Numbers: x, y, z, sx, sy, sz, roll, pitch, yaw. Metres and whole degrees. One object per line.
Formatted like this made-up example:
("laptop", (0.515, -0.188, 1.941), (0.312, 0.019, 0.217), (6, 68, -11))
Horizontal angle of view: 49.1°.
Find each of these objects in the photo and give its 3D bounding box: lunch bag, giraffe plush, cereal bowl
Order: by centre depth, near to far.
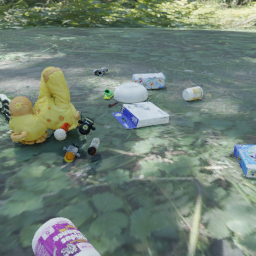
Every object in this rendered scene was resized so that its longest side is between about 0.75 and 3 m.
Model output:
("giraffe plush", (-2.873, -0.454, 9.202), (2.190, 2.700, 2.330), (-22, -12, -14))
("cereal bowl", (0.129, -1.773, 13.383), (1.626, 0.677, 1.626), (0, 24, 0))
("lunch bag", (1.144, -2.536, 15.045), (1.822, 0.688, 1.460), (-1, 23, 0))

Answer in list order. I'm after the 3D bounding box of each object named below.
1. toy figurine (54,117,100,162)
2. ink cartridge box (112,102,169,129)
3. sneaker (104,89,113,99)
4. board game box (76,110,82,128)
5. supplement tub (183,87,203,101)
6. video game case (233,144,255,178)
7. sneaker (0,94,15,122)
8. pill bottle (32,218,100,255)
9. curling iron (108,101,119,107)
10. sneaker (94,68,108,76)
("toy figurine", (-1.440, 0.339, 8.143), (1.167, 1.148, 0.812), (-11, 21, 8))
("ink cartridge box", (0.446, -0.547, 11.083), (1.773, 0.360, 1.769), (-10, 27, -21))
("sneaker", (-0.935, -1.698, 13.517), (0.365, 0.412, 0.985), (2, 24, 7))
("board game box", (-2.799, -0.387, 10.853), (1.869, 0.263, 1.264), (0, 25, 0))
("supplement tub", (3.023, -1.597, 13.097), (0.809, 0.584, 0.584), (-13, 28, -25))
("video game case", (3.824, 0.921, 7.953), (1.264, 0.317, 1.395), (3, 25, 4))
("sneaker", (-4.515, -0.882, 11.343), (1.023, 0.888, 2.310), (-9, 27, -36))
("pill bottle", (-0.929, 2.194, 4.619), (0.810, 0.810, 1.443), (-19, 32, -36))
("curling iron", (-0.635, -1.079, 12.516), (0.202, 0.104, 0.813), (-28, 1, 37))
("sneaker", (-1.608, -3.486, 17.479), (0.987, 0.373, 0.562), (-18, 31, -23))
